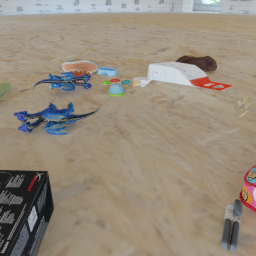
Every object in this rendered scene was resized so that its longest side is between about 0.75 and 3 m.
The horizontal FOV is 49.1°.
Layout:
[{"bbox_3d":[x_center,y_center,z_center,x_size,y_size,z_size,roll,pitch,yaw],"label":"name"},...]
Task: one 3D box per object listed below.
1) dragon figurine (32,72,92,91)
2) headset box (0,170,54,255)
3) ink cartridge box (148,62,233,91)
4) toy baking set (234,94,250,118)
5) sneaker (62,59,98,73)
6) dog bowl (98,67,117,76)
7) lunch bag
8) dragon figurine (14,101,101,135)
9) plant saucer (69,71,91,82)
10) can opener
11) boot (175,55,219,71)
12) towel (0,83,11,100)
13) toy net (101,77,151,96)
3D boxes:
[{"bbox_3d":[-2.475,-1.804,10.872,1.178,0.697,2.368,7,13,38],"label":"dragon figurine"},{"bbox_3d":[-2.689,1.549,4.385,2.528,0.976,1.882,0,27,2],"label":"headset box"},{"bbox_3d":[2.655,-2.206,11.565,2.947,0.841,2.395,12,19,30],"label":"ink cartridge box"},{"bbox_3d":[3.654,-0.666,8.951,0.107,0.920,0.706,13,64,-2],"label":"toy baking set"},{"bbox_3d":[-2.268,-3.108,13.733,1.826,0.652,0.730,5,32,12],"label":"sneaker"},{"bbox_3d":[-0.987,-2.714,13.424,0.994,0.246,0.554,13,30,23],"label":"dog bowl"},{"bbox_3d":[3.269,1.179,5.324,1.865,0.764,1.643,-21,34,-35],"label":"lunch bag"},{"bbox_3d":[-2.034,-0.251,8.159,2.410,0.709,1.198,5,28,10],"label":"dragon figurine"},{"bbox_3d":[-2.359,-2.343,12.749,1.315,0.212,1.315,-1,27,0],"label":"plant saucer"},{"bbox_3d":[1.824,1.644,4.890,0.275,0.345,1.032,11,29,21],"label":"can opener"},{"bbox_3d":[3.110,-2.991,13.679,1.764,0.767,2.121,-26,36,-23],"label":"boot"},{"bbox_3d":[-5.403,-1.286,10.518,1.571,0.386,2.118,-1,26,-4],"label":"towel"},{"bbox_3d":[0.025,-1.782,11.507,2.135,0.412,1.120,-16,29,-32],"label":"toy net"}]
